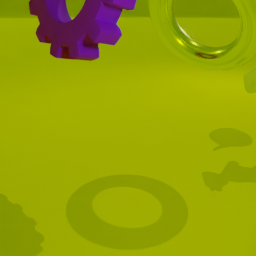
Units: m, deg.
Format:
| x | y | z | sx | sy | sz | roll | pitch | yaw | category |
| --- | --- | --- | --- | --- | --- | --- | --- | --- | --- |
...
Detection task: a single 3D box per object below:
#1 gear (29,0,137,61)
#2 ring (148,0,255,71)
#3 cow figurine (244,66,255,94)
| x | y | z | sx | sy | sz | roll | pitch | yaw | category |
| --- | --- | --- | --- | --- | --- | --- | --- | --- | --- |
| -0.741 | -2.054 | 4.027 | 2.086 | 2.086 | 0.386 | 21 | 20 | 40 | gear |
| 1.212 | -1.778 | 4.484 | 2.056 | 2.056 | 0.411 | 20 | 61 | 39 | ring |
| 2.904 | -0.837 | 5.451 | 1.235 | 1.215 | 0.678 | -1 | 62 | 15 | cow figurine |
